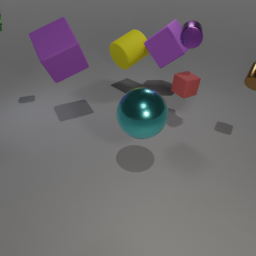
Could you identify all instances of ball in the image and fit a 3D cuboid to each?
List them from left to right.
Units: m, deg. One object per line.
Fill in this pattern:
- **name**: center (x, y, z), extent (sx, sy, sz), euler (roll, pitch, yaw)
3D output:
- **ball**: center (0.387, -0.393, 7.606), extent (1.400, 1.400, 1.400), euler (0, 32, 0)

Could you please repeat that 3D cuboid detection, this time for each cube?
- **cube**: center (-2.438, -2.757, 10.032), extent (1.400, 1.400, 1.400), euler (-27, 66, -3)
- **cube**: center (1.838, -3.836, 12.777), extent (1.400, 1.400, 1.400), euler (-27, 16, 37)
- **cube**: center (2.110, -1.595, 10.263), extent (0.700, 0.700, 0.700), euler (-17, 42, -32)

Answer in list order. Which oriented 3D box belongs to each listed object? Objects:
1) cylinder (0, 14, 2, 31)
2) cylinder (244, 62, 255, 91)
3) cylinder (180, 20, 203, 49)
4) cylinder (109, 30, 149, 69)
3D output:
- **cylinder**: center (-4.945, -3.856, 10.082), extent (0.700, 0.700, 0.700), euler (-7, 32, -23)
- **cylinder**: center (4.218, -1.672, 9.021), extent (0.700, 0.700, 0.700), euler (21, 71, 30)
- **cylinder**: center (2.049, -3.012, 9.019), extent (0.700, 0.700, 0.700), euler (6, 37, 10)
- **cylinder**: center (0.067, -3.749, 13.406), extent (1.400, 1.400, 1.400), euler (-39, 46, -22)
